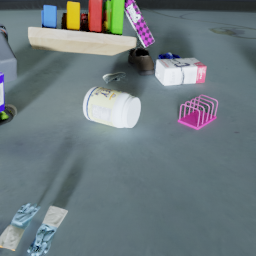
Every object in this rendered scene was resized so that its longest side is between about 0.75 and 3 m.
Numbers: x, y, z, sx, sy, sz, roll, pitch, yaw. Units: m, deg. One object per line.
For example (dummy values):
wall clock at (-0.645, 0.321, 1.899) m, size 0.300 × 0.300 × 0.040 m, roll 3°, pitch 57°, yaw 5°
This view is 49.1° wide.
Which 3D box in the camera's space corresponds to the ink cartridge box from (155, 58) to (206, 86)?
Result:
ink cartridge box at (2.147, -2.362, 11.620) m, size 1.744 × 0.736 × 1.263 m, roll -5°, pitch 30°, yaw -9°

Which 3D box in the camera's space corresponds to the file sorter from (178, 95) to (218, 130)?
file sorter at (2.138, -0.521, 8.488) m, size 1.035 × 0.649 × 0.719 m, roll -26°, pitch 39°, yaw -38°

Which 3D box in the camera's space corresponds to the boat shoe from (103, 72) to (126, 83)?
boat shoe at (-0.523, -2.062, 11.619) m, size 1.116 × 0.406 × 0.345 m, roll -17°, pitch 77°, yaw -39°

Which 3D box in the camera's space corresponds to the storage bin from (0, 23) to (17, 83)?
storage bin at (-5.912, -2.598, 11.131) m, size 2.897 × 2.108 × 1.946 m, roll -21°, pitch 64°, yaw -33°

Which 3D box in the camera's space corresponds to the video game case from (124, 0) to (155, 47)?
video game case at (-0.033, -4.395, 9.637) m, size 0.468 × 2.613 × 2.369 m, roll -28°, pitch 41°, yaw 12°

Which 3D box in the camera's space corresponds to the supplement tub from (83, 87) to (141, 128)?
supplement tub at (-0.463, -0.593, 8.209) m, size 1.442 × 1.045 × 1.045 m, roll 15°, pitch 33°, yaw 24°

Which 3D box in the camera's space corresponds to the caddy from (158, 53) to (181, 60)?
caddy at (1.925, -3.096, 12.923) m, size 0.980 × 0.728 × 1.386 m, roll -4°, pitch 30°, yaw -8°

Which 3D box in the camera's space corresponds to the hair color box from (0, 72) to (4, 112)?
hair color box at (-3.925, -1.175, 6.706) m, size 1.970 × 1.077 × 0.639 m, roll 29°, pitch 38°, yaw 14°

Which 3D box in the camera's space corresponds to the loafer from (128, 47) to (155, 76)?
loafer at (0.665, -3.284, 12.985) m, size 1.000 × 0.977 × 2.740 m, roll -7°, pitch 31°, yaw -13°

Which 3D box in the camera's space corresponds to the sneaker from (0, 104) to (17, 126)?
sneaker at (-4.141, -0.345, 8.205) m, size 1.667 × 0.615 × 0.729 m, roll -6°, pitch 24°, yaw -19°

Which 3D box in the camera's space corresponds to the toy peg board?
toy peg board at (-1.526, -3.236, 8.805) m, size 2.920 × 1.434 × 2.932 m, roll 0°, pitch 9°, yaw -17°

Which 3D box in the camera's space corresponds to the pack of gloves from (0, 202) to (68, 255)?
pack of gloves at (-1.670, 1.800, 4.984) m, size 0.853 × 0.200 × 1.016 m, roll 15°, pitch 35°, yaw 5°
